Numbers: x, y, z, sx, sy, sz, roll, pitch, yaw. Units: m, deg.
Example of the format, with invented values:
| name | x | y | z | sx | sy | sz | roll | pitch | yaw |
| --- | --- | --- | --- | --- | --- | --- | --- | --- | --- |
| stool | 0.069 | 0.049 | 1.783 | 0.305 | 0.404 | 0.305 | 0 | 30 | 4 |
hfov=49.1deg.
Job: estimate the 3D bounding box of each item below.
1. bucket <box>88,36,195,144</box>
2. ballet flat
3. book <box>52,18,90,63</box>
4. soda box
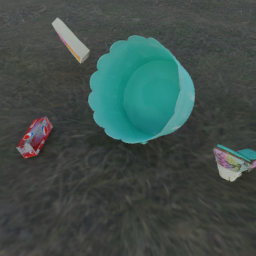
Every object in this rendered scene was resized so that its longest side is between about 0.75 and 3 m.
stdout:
| name | x | y | z | sx | sy | sz | roll | pitch | yaw |
| --- | --- | --- | --- | --- | --- | --- | --- | --- | --- |
| bucket | 0.419 | -0.861 | 7.108 | 2.534 | 2.534 | 1.648 | 21 | 8 | 27 |
| ballet flat | 2.312 | 0.779 | 6.012 | 0.665 | 0.685 | 1.925 | 34 | 16 | 38 |
| book | -2.141 | -3.247 | 10.635 | 0.544 | 1.513 | 2.265 | -44 | 13 | 1 |
| soda box | -2.446 | 0.224 | 7.424 | 0.434 | 0.393 | 1.239 | -16 | 32 | 18 |
